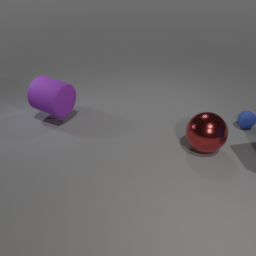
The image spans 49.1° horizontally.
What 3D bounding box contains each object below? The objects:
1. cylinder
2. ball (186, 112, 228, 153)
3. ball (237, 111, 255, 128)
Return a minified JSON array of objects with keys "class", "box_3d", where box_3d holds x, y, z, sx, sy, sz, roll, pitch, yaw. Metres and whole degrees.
[{"class":"cylinder","box_3d":[-3.062,-1.272,11.350,1.400,1.400,1.400,19,35,22]},{"class":"ball","box_3d":[2.680,0.148,9.554,1.400,1.400,1.400,0,30,0]},{"class":"ball","box_3d":[4.723,-0.341,11.127,0.700,0.700,0.700,0,30,0]}]
